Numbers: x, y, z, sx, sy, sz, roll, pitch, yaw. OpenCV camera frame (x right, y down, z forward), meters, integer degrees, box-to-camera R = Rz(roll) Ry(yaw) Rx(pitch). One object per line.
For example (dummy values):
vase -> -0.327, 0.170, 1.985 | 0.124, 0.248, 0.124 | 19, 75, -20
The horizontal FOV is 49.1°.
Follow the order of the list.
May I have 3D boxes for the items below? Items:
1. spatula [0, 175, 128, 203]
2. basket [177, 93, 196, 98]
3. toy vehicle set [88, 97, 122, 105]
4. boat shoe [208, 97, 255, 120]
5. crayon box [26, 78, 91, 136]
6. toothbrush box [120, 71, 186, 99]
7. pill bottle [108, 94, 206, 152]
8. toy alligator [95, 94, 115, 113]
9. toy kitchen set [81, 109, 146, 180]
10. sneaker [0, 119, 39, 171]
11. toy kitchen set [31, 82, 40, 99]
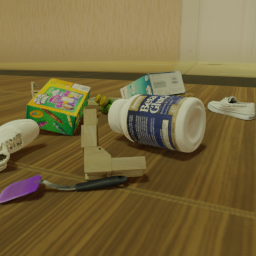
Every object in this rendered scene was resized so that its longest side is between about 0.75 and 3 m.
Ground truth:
spatula -> -1.319, 1.205, 5.925 | 2.656, 0.273, 0.751 | -2, 17, -10
basket -> 2.423, -0.782, 12.206 | 1.413, 1.053, 1.008 | -14, 55, -40
toy vehicle set -> -1.139, -1.380, 14.555 | 1.664, 0.221, 1.034 | 3, 17, 11
boat shoe -> 4.528, -0.998, 12.307 | 0.884, 0.785, 2.403 | -11, 20, -32
crayon box -> -2.488, -0.884, 10.441 | 1.657, 0.813, 2.791 | 13, 29, -3
toothbrush box -> 1.066, -1.673, 12.702 | 1.805, 1.051, 2.465 | -11, -4, -30
pill bottle -> 0.756, -0.228, 8.289 | 2.705, 1.502, 1.502 | 9, 19, 38
toy alligator -> -0.792, -0.909, 12.232 | 0.905, 0.656, 2.731 | 28, 2, -28
toy kitchen set -> -0.408, 0.488, 6.851 | 1.384, 1.534, 1.252 | -2, -24, -7
sneaker -> -3.175, 0.536, 7.291 | 1.414, 0.901, 2.447 | 18, 34, 41
toy kitchen set -> -4.517, -1.955, 14.977 | 1.183, 1.070, 1.312 | -9, 19, -26
